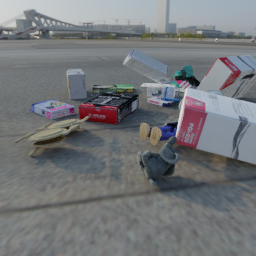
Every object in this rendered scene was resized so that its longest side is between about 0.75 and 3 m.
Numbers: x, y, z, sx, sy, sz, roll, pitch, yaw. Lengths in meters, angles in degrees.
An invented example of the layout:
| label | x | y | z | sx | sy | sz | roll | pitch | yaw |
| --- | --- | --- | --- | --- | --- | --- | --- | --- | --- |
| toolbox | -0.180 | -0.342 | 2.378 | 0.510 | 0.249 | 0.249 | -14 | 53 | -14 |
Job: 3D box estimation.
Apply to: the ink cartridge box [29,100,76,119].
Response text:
| label | x | y | z | sx | sy | sz | roll | pitch | yaw |
| --- | --- | --- | --- | --- | --- | --- | --- | --- | --- |
| ink cartridge box | -3.098 | -0.797 | 11.305 | 1.819 | 0.382 | 1.085 | 16 | 24 | 41 |

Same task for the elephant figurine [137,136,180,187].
| label | x | y | z | sx | sy | sz | roll | pitch | yaw |
| --- | --- | --- | --- | --- | --- | --- | --- | --- | --- |
| elephant figurine | 0.838 | 0.711 | 6.382 | 1.120 | 0.869 | 0.792 | -15 | 1 | -15 |

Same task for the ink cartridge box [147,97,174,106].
| label | x | y | z | sx | sy | sz | roll | pitch | yaw |
| --- | --- | --- | --- | --- | --- | --- | --- | --- | --- |
| ink cartridge box | 1.467 | -1.174 | 12.543 | 0.566 | 0.221 | 1.194 | -13 | 21 | -38 |

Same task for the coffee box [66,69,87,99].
| label | x | y | z | sx | sy | sz | roll | pitch | yaw |
| --- | --- | --- | --- | --- | --- | --- | --- | --- | --- |
| coffee box | -2.632 | -2.278 | 14.191 | 0.839 | 1.203 | 2.104 | -6 | 19 | -13 |

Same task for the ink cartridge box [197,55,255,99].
| label | x | y | z | sx | sy | sz | roll | pitch | yaw |
| --- | --- | --- | --- | --- | --- | --- | --- | --- | --- |
| ink cartridge box | 4.692 | -2.232 | 12.763 | 2.555 | 1.843 | 1.070 | -15 | 57 | -35 |

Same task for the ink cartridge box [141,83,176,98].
| label | x | y | z | sx | sy | sz | roll | pitch | yaw |
| --- | --- | --- | --- | --- | --- | --- | --- | --- | --- |
| ink cartridge box | 1.497 | -1.851 | 13.911 | 1.655 | 0.557 | 0.969 | 6 | 20 | 13 |

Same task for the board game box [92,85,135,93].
| label | x | y | z | sx | sy | sz | roll | pitch | yaw |
| --- | --- | --- | --- | --- | --- | --- | --- | --- | --- |
| board game box | -0.785 | -2.137 | 15.218 | 2.221 | 0.261 | 1.164 | -1 | 17 | -2 |

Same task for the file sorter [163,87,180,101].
| label | x | y | z | sx | sy | sz | roll | pitch | yaw |
| --- | --- | --- | --- | --- | --- | --- | --- | --- | --- |
| file sorter | 2.015 | -1.561 | 12.757 | 0.655 | 0.579 | 0.944 | 11 | 9 | 10 |

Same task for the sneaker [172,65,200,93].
| label | x | y | z | sx | sy | sz | roll | pitch | yaw |
| --- | --- | --- | --- | --- | --- | --- | --- | --- | --- |
| sneaker | 3.314 | -2.565 | 14.662 | 2.323 | 1.403 | 0.971 | 18 | 27 | 41 |

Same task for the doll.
| label | x | y | z | sx | sy | sz | roll | pitch | yaw |
| --- | --- | --- | --- | --- | --- | --- | --- | --- | --- |
| doll | 1.592 | 0.092 | 8.450 | 2.404 | 0.583 | 1.640 | -7 | 19 | -36 |

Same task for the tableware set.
| label | x | y | z | sx | sy | sz | roll | pitch | yaw |
| --- | --- | --- | --- | --- | --- | --- | --- | --- | --- |
| tableware set | -2.085 | 0.191 | 8.407 | 1.551 | 0.470 | 2.346 | -9 | 12 | 10 |

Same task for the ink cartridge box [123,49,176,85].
| label | x | y | z | sx | sy | sz | roll | pitch | yaw |
| --- | --- | --- | --- | --- | --- | --- | --- | --- | --- |
| ink cartridge box | 0.972 | -2.703 | 12.642 | 2.204 | 0.477 | 2.164 | 24 | 0 | -11 |

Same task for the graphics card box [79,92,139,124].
| label | x | y | z | sx | sy | sz | roll | pitch | yaw |
| --- | --- | --- | --- | --- | --- | --- | --- | --- | --- |
| graphics card box | -0.669 | -0.860 | 11.045 | 1.546 | 0.627 | 2.465 | 6 | 22 | 19 |

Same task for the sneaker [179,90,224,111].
| label | x | y | z | sx | sy | sz | roll | pitch | yaw |
| --- | --- | --- | --- | --- | --- | --- | --- | --- | --- |
| sneaker | 3.194 | -0.824 | 11.042 | 2.138 | 0.807 | 1.230 | -16 | 34 | -23 |

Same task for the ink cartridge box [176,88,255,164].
| label | x | y | z | sx | sy | sz | roll | pitch | yaw |
| --- | --- | --- | --- | --- | --- | --- | --- | --- | --- |
| ink cartridge box | 2.684 | -0.085 | 7.462 | 2.600 | 1.102 | 1.894 | 13 | 25 | 9 |
